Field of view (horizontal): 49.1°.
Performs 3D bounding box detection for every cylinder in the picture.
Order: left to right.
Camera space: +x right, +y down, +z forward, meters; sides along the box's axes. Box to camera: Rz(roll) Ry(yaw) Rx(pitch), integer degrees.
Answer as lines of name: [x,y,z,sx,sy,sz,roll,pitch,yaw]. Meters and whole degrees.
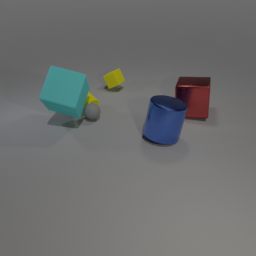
cylinder: [-1.763,-1.157,12.534,0.700,0.700,0.700,-24,52,-34]
cylinder: [1.371,-0.328,10.410,1.400,1.400,1.400,9,26,-4]

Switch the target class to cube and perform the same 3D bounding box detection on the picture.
cube: [-2.431,-1.375,10.988,1.400,1.400,1.400,15,77,2]
cube: [-0.707,-2.541,14.404,0.700,0.700,0.700,-16,19,35]
cube: [2.821,-1.358,12.160,1.400,1.400,1.400,4,27,16]

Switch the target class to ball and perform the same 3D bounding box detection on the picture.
ball: [-1.504,-0.711,11.797,0.700,0.700,0.700,0,31,0]
